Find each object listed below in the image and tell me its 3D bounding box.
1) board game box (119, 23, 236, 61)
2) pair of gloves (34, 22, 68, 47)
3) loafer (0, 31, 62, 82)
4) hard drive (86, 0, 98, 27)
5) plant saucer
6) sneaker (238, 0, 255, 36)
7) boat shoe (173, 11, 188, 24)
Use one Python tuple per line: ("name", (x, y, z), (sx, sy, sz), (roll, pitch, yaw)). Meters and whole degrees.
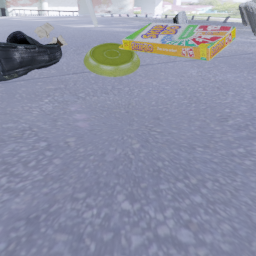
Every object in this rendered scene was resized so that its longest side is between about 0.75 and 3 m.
("board game box", (1.006, -2.035, 6.395), (2.484, 0.372, 1.187), (18, 45, 39))
("pair of gloves", (-3.256, -3.797, 11.739), (1.079, 1.269, 0.223), (-6, 58, 38))
("loafer", (-1.916, -1.448, 5.280), (0.733, 0.758, 2.158), (-1, 22, 19))
("hard drive", (-1.289, -4.142, 9.413), (0.165, 1.238, 0.817), (-19, 64, -1))
("plant saucer", (-0.520, -2.329, 9.210), (1.889, 0.293, 1.889), (2, 46, -2))
("sneaker", (3.519, -2.981, 7.077), (0.981, 0.894, 2.391), (-20, 29, 18))
("boat shoe", (1.570, -3.246, 8.509), (0.388, 0.470, 1.369), (3, 14, 16))
